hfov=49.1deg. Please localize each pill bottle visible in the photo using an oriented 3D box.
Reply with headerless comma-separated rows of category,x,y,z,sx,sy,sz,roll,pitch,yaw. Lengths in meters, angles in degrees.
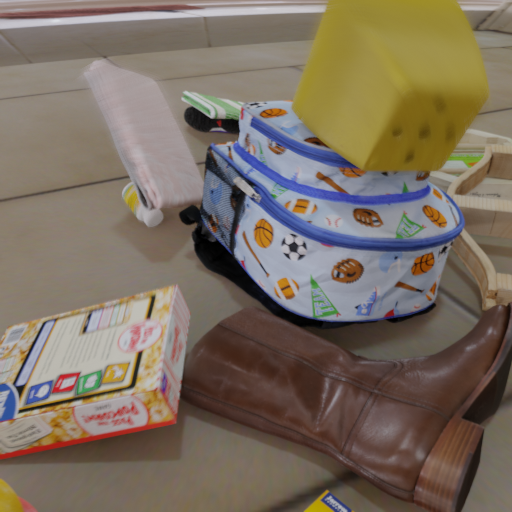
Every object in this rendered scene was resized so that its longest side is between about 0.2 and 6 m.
pill bottle,-2.078,-0.948,10.352,0.477,0.477,0.847,-22,60,-32

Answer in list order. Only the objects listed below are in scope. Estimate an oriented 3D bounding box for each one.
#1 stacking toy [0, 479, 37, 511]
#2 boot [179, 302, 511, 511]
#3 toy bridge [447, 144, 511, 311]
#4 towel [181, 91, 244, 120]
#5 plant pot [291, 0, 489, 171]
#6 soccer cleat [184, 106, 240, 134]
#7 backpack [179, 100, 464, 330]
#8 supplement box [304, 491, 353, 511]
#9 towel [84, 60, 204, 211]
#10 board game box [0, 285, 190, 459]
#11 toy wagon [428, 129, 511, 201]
stacking toy,-2.138,2.044,3.928,1.608,2.200,1.608,-1,30,0
boot,1.118,1.114,6.681,3.393,1.090,3.163,15,35,31
toy bridge,3.856,-0.619,9.291,1.441,0.583,4.287,9,42,15
towel,-0.418,-3.726,14.563,2.594,0.303,1.979,2,25,-34
plant pot,1.565,-1.819,6.258,1.624,1.624,1.433,-4,52,-22
soccer cleat,-0.993,-3.615,14.959,1.927,0.657,0.705,12,18,18
backpack,1.176,-0.665,8.139,3.636,2.801,3.463,-12,44,-24
supplement box,0.462,2.572,4.648,1.001,0.548,0.545,-27,40,-37
towel,-1.779,-1.973,9.663,0.405,2.516,2.403,-23,2,17
board game box,-1.943,1.255,6.235,2.272,0.526,1.721,-14,32,9
toy wagon,4.494,-2.266,12.439,3.251,0.829,4.190,1,30,0
